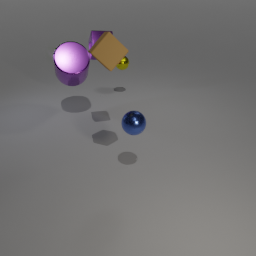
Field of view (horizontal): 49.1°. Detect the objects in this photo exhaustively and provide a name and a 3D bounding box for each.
[{"bbox_3d":[-0.879,-2.701,9.192,0.700,0.700,0.700,-4,-10,-16],"label":"cube"},{"bbox_3d":[0.163,-0.141,7.868,0.700,0.700,0.700,0,29,0],"label":"ball"},{"bbox_3d":[-0.524,-2.000,7.295,0.700,0.700,0.700,-48,22,5],"label":"cube"},{"bbox_3d":[-0.283,-3.187,13.701,0.700,0.700,0.700,0,29,0],"label":"ball"},{"bbox_3d":[-2.304,-2.593,11.487,1.400,1.400,1.400,-7,-9,-13],"label":"cylinder"}]
